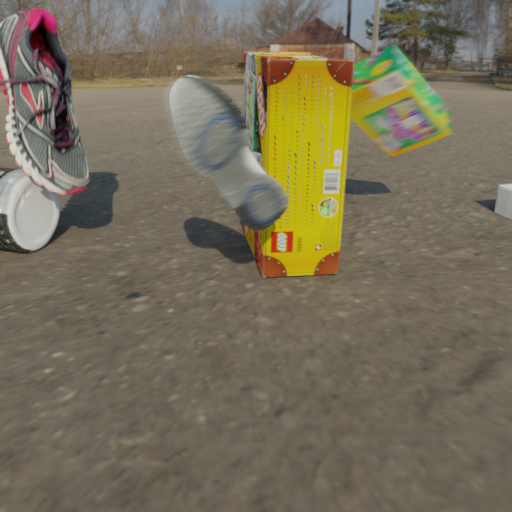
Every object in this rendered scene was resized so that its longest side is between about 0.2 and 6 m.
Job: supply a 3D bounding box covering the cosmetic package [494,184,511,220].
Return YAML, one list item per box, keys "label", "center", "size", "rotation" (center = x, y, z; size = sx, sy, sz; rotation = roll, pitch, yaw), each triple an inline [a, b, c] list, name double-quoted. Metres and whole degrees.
- label: "cosmetic package"
  center: [6.377, -1.294, 13.539]
  size: [0.733, 0.729, 0.876]
  rotation: [-5, 21, -13]

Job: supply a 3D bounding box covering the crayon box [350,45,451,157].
- label: "crayon box"
  center: [2.883, -3.150, 11.785]
  size: [1.454, 0.713, 2.448]
  rotation: [-17, -33, 39]

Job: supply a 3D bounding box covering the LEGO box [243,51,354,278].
- label: "LEGO box"
  center: [0.636, -1.881, 10.794]
  size: [1.476, 3.826, 2.849]
  rotation: [-2, 21, -9]

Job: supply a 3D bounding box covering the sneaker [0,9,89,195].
- label: "sneaker"
  center: [-3.887, -2.773, 10.291]
  size: [1.272, 3.406, 1.373]
  rotation: [-15, 8, 30]

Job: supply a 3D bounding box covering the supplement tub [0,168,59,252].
- label: "supplement tub"
  center: [-5.670, -1.031, 11.588]
  size: [2.729, 1.672, 1.672]
  rotation: [8, 23, 17]

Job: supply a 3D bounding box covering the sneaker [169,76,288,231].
- label: "sneaker"
  center: [-0.514, -1.460, 8.046]
  size: [0.964, 2.588, 1.127]
  rotation: [-35, 41, -3]
